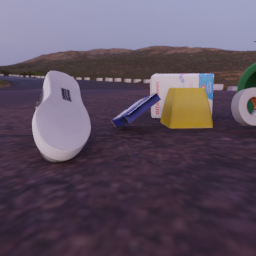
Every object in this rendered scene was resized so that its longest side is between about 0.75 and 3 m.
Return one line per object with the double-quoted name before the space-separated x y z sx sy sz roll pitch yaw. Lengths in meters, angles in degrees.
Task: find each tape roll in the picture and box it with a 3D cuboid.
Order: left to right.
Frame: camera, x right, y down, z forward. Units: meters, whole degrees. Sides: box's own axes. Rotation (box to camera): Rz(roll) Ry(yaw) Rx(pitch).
"tape roll" 2.893 -0.496 6.612 0.883 0.883 0.292 -3 0 -18

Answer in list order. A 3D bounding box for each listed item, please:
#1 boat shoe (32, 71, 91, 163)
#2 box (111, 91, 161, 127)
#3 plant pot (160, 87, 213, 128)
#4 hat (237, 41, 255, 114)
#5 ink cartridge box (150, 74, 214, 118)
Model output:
"boat shoe" -1.341 -0.191 5.391 0.976 0.805 2.843 20 27 -22
"box" 0.202 -0.454 7.191 1.018 0.272 1.681 -38 6 -15
"plant pot" 1.695 -0.632 8.231 1.253 1.106 1.253 -1 9 -6
"hat" 4.360 -1.358 8.297 1.800 2.174 1.913 11 25 30
"ink cartridge box" 1.832 -1.085 9.536 2.031 1.468 0.860 3 20 16
